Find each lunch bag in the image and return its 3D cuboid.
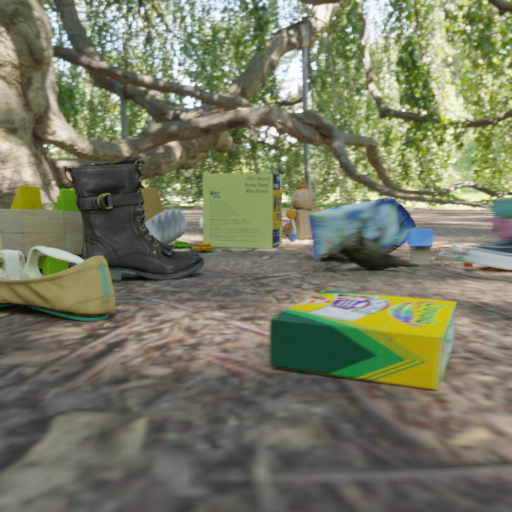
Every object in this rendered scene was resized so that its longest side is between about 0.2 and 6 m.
[{"bbox_3d":[2.086,-0.507,10.930,1.465,1.098,1.723,-8,-5,35],"label":"lunch bag"}]

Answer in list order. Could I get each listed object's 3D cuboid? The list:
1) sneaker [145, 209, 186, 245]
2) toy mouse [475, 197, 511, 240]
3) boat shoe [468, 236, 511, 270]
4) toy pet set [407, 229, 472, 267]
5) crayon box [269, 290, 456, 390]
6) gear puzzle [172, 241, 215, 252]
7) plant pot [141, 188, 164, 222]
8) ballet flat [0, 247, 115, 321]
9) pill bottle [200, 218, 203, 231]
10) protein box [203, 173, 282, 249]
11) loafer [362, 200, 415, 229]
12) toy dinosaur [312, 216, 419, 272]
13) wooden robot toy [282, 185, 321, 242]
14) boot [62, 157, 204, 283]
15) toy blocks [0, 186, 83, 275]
[{"bbox_3d":[-2.070,-0.207,10.105,1.799,0.672,0.738,-19,-20,-7],"label":"sneaker"},{"bbox_3d":[5.551,-0.724,12.214,1.754,0.382,1.973,28,-18,19],"label":"toy mouse"},{"bbox_3d":[4.728,-0.200,9.468,2.449,0.830,0.879,0,8,-11],"label":"boat shoe"},{"bbox_3d":[3.385,-0.181,10.407,1.102,0.627,1.180,1,6,11],"label":"toy pet set"},{"bbox_3d":[0.886,0.578,4.339,1.169,0.395,1.355,3,7,23],"label":"crayon box"},{"bbox_3d":[-1.921,-0.218,12.407,2.060,0.270,1.067,1,6,7],"label":"gear puzzle"},{"bbox_3d":[-3.008,-1.081,14.991,1.362,1.462,1.362,-1,7,0],"label":"plant pot"},{"bbox_3d":[-2.461,0.243,6.041,2.254,0.710,0.774,2,6,22],"label":"ballet flat"},{"bbox_3d":[-1.459,-1.076,19.278,0.921,0.522,0.522,1,6,3],"label":"pill bottle"},{"bbox_3d":[-0.308,-1.120,13.771,1.753,1.766,1.191,2,6,14],"label":"protein box"},{"bbox_3d":[3.063,-0.713,14.329,1.074,1.081,2.970,-38,-23,30],"label":"loafer"},{"bbox_3d":[1.833,-0.090,9.230,1.657,0.847,0.638,13,44,-10],"label":"toy dinosaur"},{"bbox_3d":[1.082,-1.248,16.035,3.433,1.558,1.513,-5,8,-43],"label":"wooden robot toy"},{"bbox_3d":[-1.739,-0.550,8.278,2.070,1.803,0.717,-3,7,-28],"label":"boot"},{"bbox_3d":[-3.594,-0.235,8.968,1.853,1.355,2.711,-9,-4,37],"label":"toy blocks"}]
